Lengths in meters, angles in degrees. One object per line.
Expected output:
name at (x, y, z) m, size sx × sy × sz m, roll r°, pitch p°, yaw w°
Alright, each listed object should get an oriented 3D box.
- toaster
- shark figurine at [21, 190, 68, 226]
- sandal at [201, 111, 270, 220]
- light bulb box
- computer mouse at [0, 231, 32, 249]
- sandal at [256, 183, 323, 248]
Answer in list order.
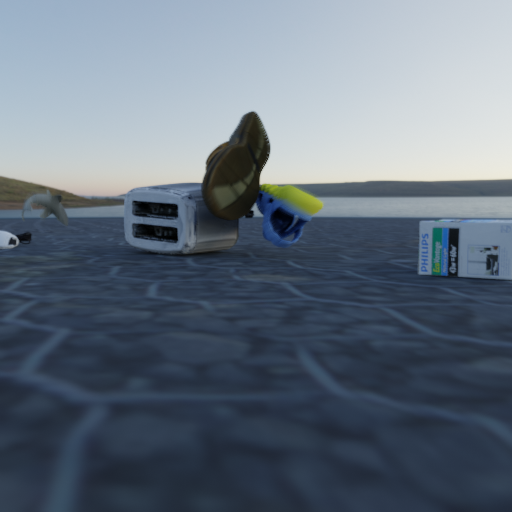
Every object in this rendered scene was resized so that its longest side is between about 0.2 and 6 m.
toaster at (-1.440, -0.715, 10.963) m, size 2.435 × 1.383 × 1.573 m, roll 9°, pitch 13°, yaw 33°
shark figurine at (-3.745, -0.963, 10.047) m, size 0.482 × 0.690 × 1.155 m, roll -17°, pitch -9°, yaw 19°
sandal at (-0.478, -1.700, 10.375) m, size 0.849 × 1.271 × 3.110 m, roll -9°, pitch 38°, yaw 22°
light bulb box at (2.928, -0.118, 7.547) m, size 1.181 × 0.737 × 1.171 m, roll 3°, pitch 6°, yaw 32°
computer mouse at (-5.691, -0.388, 12.676) m, size 0.928 × 0.371 × 1.693 m, roll 0°, pitch 5°, yaw -13°
sandal at (0.388, -0.738, 10.350) m, size 0.940 × 1.030 × 2.365 m, roll 27°, pitch 1°, yaw -11°
